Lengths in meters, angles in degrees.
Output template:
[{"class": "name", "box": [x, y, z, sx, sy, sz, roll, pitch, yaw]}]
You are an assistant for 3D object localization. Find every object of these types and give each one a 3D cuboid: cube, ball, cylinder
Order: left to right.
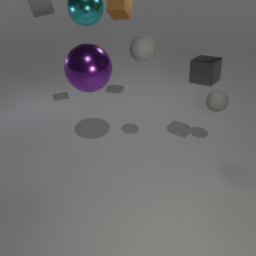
[{"class": "cylinder", "box": [-2.857, -4.066, 9.217, 0.700, 0.700, 0.700, -18, 35, -7]}, {"class": "ball", "box": [-1.635, -4.653, 10.786, 1.400, 1.400, 1.400, 0, 32, 0]}, {"class": "ball", "box": [-1.156, -1.743, 8.173, 1.400, 1.400, 1.400, 0, 32, 0]}, {"class": "cube", "box": [-0.301, -4.415, 10.142, 0.700, 0.700, 0.700, 4, -7, 22]}, {"class": "ball", "box": [0.396, -2.113, 7.459, 0.700, 0.700, 0.700, 0, 32, 0]}, {"class": "cube", "box": [2.259, -1.681, 8.156, 0.700, 0.700, 0.700, 17, 32, 33]}, {"class": "ball", "box": [2.884, -0.867, 9.050, 0.700, 0.700, 0.700, 0, 32, 0]}]
